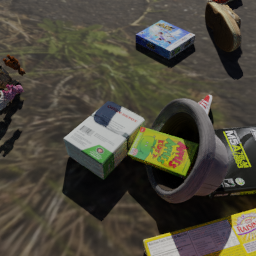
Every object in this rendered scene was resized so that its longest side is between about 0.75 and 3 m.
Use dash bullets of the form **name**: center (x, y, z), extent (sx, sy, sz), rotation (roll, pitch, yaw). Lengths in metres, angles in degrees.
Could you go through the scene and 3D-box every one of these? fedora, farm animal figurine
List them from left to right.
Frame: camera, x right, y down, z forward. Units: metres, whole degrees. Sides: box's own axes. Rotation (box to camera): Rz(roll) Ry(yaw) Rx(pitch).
- **farm animal figurine**: center (-3.349, -1.049, 7.577), extent (1.371, 0.854, 1.697), rotation (-19, 52, 8)
- **fedora**: center (1.256, 0.527, 5.718), extent (1.000, 1.958, 2.214), rotation (20, 22, -23)

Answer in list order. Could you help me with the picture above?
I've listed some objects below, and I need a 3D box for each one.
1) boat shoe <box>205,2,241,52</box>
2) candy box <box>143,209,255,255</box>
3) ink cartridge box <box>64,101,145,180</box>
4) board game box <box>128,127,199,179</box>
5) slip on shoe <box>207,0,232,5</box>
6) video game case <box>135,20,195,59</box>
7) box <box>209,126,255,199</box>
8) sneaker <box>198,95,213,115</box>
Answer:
- **boat shoe**: center (3.443, -3.612, 9.656), extent (0.912, 1.007, 2.825), rotation (-3, 47, -2)
- **candy box**: center (1.682, 2.280, 4.837), extent (2.601, 0.343, 1.329), rotation (-11, 49, -10)
- **ink cartridge box**: center (-0.493, 0.218, 6.469), extent (1.151, 0.652, 1.570), rotation (30, 55, 24)
- **board game box**: center (0.747, 0.502, 5.833), extent (1.376, 0.328, 0.699), rotation (17, 73, 34)
- **slip on shoe**: center (4.053, -5.586, 11.704), extent (1.910, 0.584, 0.708), rotation (-30, 56, -22)
- **video game case**: center (1.274, -3.073, 9.616), extent (1.529, 0.347, 1.386), rotation (36, 57, 28)
- **box**: center (2.387, 0.710, 6.215), extent (1.583, 0.389, 1.639), rotation (-5, 49, -1)
- **sneaker**: center (1.829, -0.539, 7.333), extent (0.604, 0.382, 1.074), rotation (18, 53, 11)
